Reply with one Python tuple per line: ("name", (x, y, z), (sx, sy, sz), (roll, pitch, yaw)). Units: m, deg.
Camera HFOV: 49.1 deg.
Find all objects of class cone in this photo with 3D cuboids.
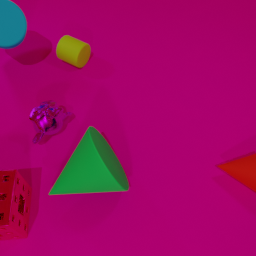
("cone", (2.545, 0.936, 6.327), (1.017, 1.013, 1.013), (7, 58, 14))
("cone", (-1.067, 1.049, 6.109), (1.597, 1.591, 1.591), (-32, 61, 5))

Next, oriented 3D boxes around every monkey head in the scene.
("monkey head", (-1.887, -0.205, 6.957), (0.974, 0.816, 1.354), (8, 42, 40))

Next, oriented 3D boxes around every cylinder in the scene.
("cylinder", (-1.626, -2.291, 8.399), (0.745, 0.745, 0.745), (27, 61, 13))
("cylinder", (-3.387, -2.787, 7.617), (1.187, 1.187, 1.187), (-24, 20, -14))

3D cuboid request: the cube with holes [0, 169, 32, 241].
("cube with holes", (-2.734, 1.624, 5.747), (1.107, 1.107, 1.107), (-4, 58, -3))
